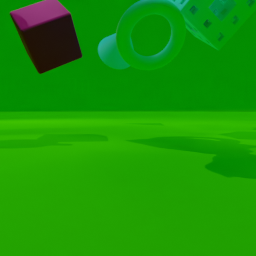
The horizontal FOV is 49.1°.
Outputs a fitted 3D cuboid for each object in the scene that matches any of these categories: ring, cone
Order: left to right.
[{"bbox_3d":[-0.240,-3.489,11.265,1.629,1.629,1.635,-1,-18,-19],"label":"cone"},{"bbox_3d":[0.458,-1.804,5.512,1.423,1.423,0.285,-1,37,-16],"label":"ring"}]

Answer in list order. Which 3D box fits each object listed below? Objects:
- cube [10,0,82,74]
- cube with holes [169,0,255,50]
[{"bbox_3d":[-1.741,-1.992,6.028,1.033,1.033,1.033,-26,49,-14],"label":"cube"},{"bbox_3d":[1.907,-2.986,6.613,1.393,1.393,1.393,32,19,-28],"label":"cube with holes"}]
